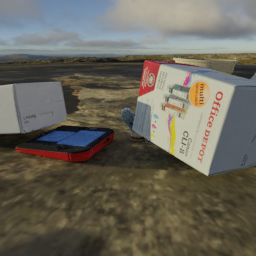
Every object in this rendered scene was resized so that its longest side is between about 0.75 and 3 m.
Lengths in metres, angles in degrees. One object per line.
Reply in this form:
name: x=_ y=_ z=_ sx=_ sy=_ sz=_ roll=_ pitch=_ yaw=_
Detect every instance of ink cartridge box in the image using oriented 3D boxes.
ink cartridge box: x=-3.230 y=-0.504 z=7.198 sx=2.674 sy=1.127 sz=1.953 roll=-4 pitch=10 yaw=19
ink cartridge box: x=1.447 y=-0.321 z=5.560 sx=1.593 sy=1.601 sz=2.203 roll=-4 pitch=23 yaw=-37

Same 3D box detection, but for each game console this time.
game console: x=-1.365 y=0.274 z=6.631 sx=1.691 sy=0.297 sz=1.912 roll=8 pitch=17 yaw=18

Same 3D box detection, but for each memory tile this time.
memory tile: x=0.918 y=0.083 z=7.523 sx=1.325 sy=0.145 sz=1.728 roll=9 pitch=21 yaw=26

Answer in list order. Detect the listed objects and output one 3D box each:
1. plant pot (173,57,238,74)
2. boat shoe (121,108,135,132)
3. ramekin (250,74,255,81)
plant pot: x=2.496 y=-1.374 z=9.515 sx=2.077 sy=1.901 sz=2.077 roll=3 pitch=16 yaw=-1
boat shoe: x=0.029 y=-0.257 z=6.402 sx=0.280 sy=0.792 sz=0.359 roll=-19 pitch=48 yaw=8
ramekin: x=4.296 y=-0.737 z=6.306 sx=2.873 sy=1.338 sz=2.873 roll=-10 pitch=-24 yaw=-5
